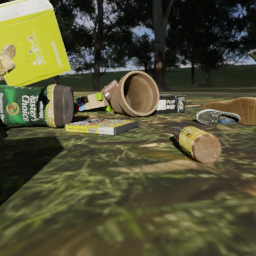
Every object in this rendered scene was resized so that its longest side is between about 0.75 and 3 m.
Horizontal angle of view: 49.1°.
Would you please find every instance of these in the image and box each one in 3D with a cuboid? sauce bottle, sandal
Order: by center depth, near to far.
[{"bbox_3d":[1.267,0.253,5.557,0.549,0.549,1.663,-1,9,-8],"label":"sauce bottle"},{"bbox_3d":[-2.492,-1.373,5.809,0.367,0.409,1.116,-1,51,12],"label":"sandal"}]

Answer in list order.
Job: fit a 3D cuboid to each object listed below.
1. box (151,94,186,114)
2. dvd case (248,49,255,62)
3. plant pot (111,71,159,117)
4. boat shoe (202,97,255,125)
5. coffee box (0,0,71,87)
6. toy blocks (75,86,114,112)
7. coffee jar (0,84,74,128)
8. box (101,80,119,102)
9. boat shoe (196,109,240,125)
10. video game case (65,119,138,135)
[{"bbox_3d":[1.553,-1.191,13.586,1.967,0.847,1.611,-6,11,-31],"label":"box"},{"bbox_3d":[4.728,-1.865,8.201,1.568,0.168,2.109,42,-6,-15],"label":"dvd case"},{"bbox_3d":[0.110,-1.297,11.996,1.911,1.911,1.667,-6,-6,-33],"label":"plant pot"},{"bbox_3d":[3.923,-0.655,9.940,0.809,0.946,2.580,-13,15,-44],"label":"boat shoe"},{"bbox_3d":[-3.422,-2.966,9.496,2.178,2.175,2.154,-21,41,-13],"label":"coffee box"},{"bbox_3d":[-1.799,-1.323,14.167,1.735,1.269,2.539,-10,6,11],"label":"toy blocks"},{"bbox_3d":[-2.980,-0.673,8.690,2.610,1.361,1.114,-1,6,0],"label":"coffee jar"},{"bbox_3d":[-0.533,-1.545,13.533,0.852,0.638,1.702,-38,-21,2],"label":"box"},{"bbox_3d":[3.064,-0.349,9.506,1.452,0.498,0.411,4,10,12],"label":"boat shoe"},{"bbox_3d":[-0.743,-0.067,8.531,1.618,0.228,1.790,3,9,22],"label":"video game case"}]
